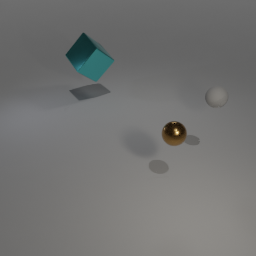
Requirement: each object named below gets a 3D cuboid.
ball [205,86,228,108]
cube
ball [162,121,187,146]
[{"bbox_3d":[2.793,-0.979,8.825,0.700,0.700,0.700,0,31,0],"label":"ball"},{"bbox_3d":[-1.797,-3.306,13.211,1.400,1.400,1.400,21,27,-55],"label":"cube"},{"bbox_3d":[1.290,0.156,7.815,0.700,0.700,0.700,0,31,0],"label":"ball"}]
